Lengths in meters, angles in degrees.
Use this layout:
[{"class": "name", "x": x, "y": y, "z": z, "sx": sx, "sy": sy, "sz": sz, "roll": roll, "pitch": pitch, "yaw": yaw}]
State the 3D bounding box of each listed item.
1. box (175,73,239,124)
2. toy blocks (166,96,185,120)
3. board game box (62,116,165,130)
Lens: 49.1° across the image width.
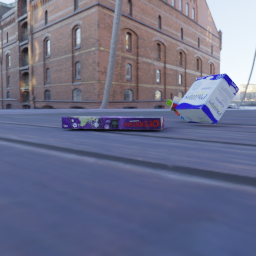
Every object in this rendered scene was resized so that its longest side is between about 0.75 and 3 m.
[{"class": "box", "x": 2.384, "y": -0.875, "z": 8.543, "sx": 0.736, "sy": 1.402, "sz": 1.289, "roll": 42, "pitch": -14, "yaw": -20}, {"class": "toy blocks", "x": 2.157, "y": -0.615, "z": 10.129, "sx": 1.624, "sy": 0.812, "sz": 1.110, "roll": 22, "pitch": 25, "yaw": 5}, {"class": "board game box", "x": -0.303, "y": -0.149, "z": 7.336, "sx": 2.448, "sy": 0.395, "sz": 1.469, "roll": 1, "pitch": 7, "yaw": 11}]
